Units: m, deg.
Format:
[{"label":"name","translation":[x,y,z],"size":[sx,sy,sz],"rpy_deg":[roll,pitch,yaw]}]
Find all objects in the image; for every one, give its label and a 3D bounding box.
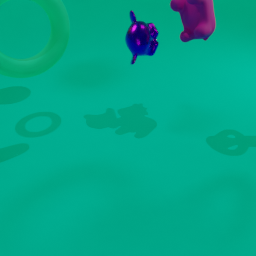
[{"label":"cow figurine","translation":[1.620,-2.729,6.183],"size":[1.521,1.546,0.849],"rpy_deg":[-31,19,-38]},{"label":"monkey head","translation":[0.257,-2.061,6.593],"size":[0.752,1.248,0.898],"rpy_deg":[-3,4,-19]},{"label":"ring","translation":[-1.861,-1.716,4.937],"size":[1.773,1.773,0.355],"rpy_deg":[-22,44,-26]}]
